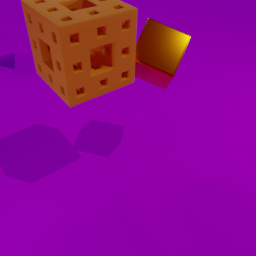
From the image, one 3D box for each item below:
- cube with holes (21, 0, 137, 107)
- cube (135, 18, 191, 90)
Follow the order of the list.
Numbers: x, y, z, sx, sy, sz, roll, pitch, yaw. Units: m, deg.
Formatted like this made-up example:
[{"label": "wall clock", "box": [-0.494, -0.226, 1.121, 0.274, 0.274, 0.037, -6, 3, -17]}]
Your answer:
[{"label": "cube with holes", "box": [-0.744, -1.348, 4.512, 1.249, 1.249, 1.249, -26, 48, -28]}, {"label": "cube", "box": [0.547, -1.343, 5.217, 0.835, 0.835, 0.835, 24, 82, 1]}]
